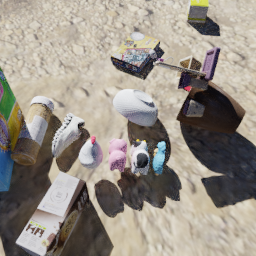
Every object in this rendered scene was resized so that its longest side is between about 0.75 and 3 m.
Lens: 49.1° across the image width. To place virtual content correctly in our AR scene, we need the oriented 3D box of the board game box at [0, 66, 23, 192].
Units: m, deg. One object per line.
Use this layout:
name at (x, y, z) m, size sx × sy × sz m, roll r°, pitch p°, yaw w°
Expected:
board game box at (-3.511, 0.018, 7.327) m, size 0.542 × 2.058 × 2.690 m, roll -4°, pitch 55°, yaw -3°

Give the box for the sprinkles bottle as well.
sprinkles bottle at (-2.727, 0.041, 8.128) m, size 0.698 × 0.698 × 2.046 m, roll 5°, pitch 54°, yaw 3°

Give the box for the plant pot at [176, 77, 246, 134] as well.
plant pot at (2.474, -0.530, 8.155) m, size 1.626 × 1.520 × 1.520 m, roll 28°, pitch 59°, yaw 11°

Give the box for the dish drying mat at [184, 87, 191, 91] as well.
dish drying mat at (2.173, -1.331, 9.516) m, size 0.905 × 0.082 × 0.347 m, roll 39°, pitch 64°, yaw 24°

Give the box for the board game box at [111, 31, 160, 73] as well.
board game box at (0.307, -2.884, 10.501) m, size 1.181 × 0.302 × 1.743 m, roll 25°, pitch 57°, yaw 17°

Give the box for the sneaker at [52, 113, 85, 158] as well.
sneaker at (-1.734, 0.228, 8.130) m, size 0.608 × 0.563 × 1.499 m, roll 19°, pitch 57°, yaw 3°

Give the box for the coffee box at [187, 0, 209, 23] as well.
coffee box at (2.909, -4.980, 11.736) m, size 0.773 × 0.765 × 0.772 m, roll 5°, pitch 54°, yaw 4°

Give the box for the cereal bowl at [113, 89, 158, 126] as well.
cereal bowl at (0.310, -0.714, 8.321) m, size 1.443 × 0.601 × 1.443 m, roll 24°, pitch 27°, yaw -13°

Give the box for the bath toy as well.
bath toy at (-0.144, 0.653, 7.391) m, size 2.246 × 0.830 × 0.977 m, roll 6°, pitch 17°, yaw -11°

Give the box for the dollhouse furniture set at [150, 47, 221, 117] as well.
dollhouse furniture set at (1.197, -1.430, 8.049) m, size 1.662 × 2.342 × 1.855 m, roll 12°, pitch 96°, yaw -7°

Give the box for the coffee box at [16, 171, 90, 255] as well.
coffee box at (-1.629, 2.060, 6.470) m, size 0.714 × 1.011 × 1.789 m, roll 19°, pitch 57°, yaw 13°
